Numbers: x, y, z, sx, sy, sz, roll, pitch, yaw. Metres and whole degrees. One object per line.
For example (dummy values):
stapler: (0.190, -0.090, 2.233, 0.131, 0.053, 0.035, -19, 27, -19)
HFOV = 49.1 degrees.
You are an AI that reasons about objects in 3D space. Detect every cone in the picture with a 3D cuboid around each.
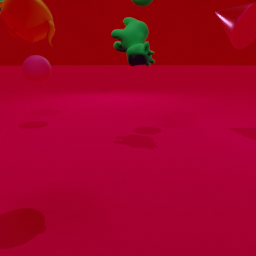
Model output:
cone: (3.331, -3.509, 9.002, 1.447, 1.447, 1.453, -10, 41, -35)

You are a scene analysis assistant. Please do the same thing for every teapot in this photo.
teapot: (-1.507, -1.596, 4.176, 1.255, 0.614, 0.780, 30, -18, 13)

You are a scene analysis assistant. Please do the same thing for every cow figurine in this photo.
cow figurine: (0.268, -2.383, 7.785, 1.443, 0.805, 1.467, 22, 61, 21)

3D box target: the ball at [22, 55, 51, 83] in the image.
ball: (-3.033, -1.951, 9.335, 0.918, 0.918, 0.918, 0, 14, 0)

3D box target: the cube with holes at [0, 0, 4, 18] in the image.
cube with holes: (-4.632, -4.136, 8.925, 1.067, 1.067, 1.067, -21, 2, 20)

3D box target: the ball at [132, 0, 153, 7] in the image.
ball: (0.485, -4.476, 9.285, 0.832, 0.832, 0.832, 0, 14, 0)
